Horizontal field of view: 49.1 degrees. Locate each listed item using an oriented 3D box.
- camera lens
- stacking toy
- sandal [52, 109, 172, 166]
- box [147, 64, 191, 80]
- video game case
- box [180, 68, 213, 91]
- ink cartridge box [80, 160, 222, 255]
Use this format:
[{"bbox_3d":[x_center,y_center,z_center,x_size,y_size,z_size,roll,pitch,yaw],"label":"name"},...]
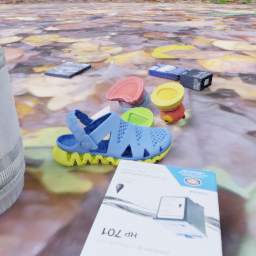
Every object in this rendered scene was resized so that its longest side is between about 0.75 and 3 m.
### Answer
[{"bbox_3d":[-3.026,-0.052,4.541,2.333,2.917,2.333,0,28,0],"label":"camera lens"},{"bbox_3d":[0.321,-0.385,7.820,2.267,0.958,2.052,21,61,38],"label":"stacking toy"},{"bbox_3d":[-0.321,0.175,6.031,2.641,1.150,1.050,-2,26,-8],"label":"sandal"},{"bbox_3d":[1.754,-2.281,11.406,1.711,0.277,1.036,17,33,35],"label":"box"},{"bbox_3d":[-2.537,-2.488,11.948,1.239,0.165,1.735,11,31,20],"label":"video game case"},{"bbox_3d":[2.514,-1.786,10.302,0.850,0.486,0.933,25,37,35],"label":"box"},{"bbox_3d":[0.396,1.487,3.818,1.598,0.937,2.182,6,28,11],"label":"ink cartridge box"}]
